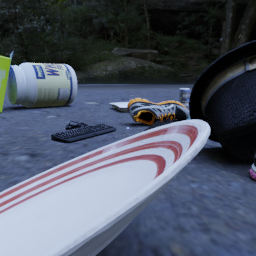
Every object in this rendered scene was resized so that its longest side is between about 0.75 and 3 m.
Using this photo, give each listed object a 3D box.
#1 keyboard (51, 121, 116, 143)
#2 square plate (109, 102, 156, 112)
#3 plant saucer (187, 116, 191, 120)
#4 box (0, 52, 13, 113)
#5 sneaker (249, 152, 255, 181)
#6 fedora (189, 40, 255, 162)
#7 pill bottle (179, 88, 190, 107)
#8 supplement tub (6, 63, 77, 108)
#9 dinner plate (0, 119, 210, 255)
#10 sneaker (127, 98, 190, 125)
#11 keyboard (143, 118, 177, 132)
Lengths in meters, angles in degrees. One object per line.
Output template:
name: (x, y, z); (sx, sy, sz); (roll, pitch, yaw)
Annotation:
keyboard: (-1.252, -0.002, 7.649); (1.017, 0.387, 1.954); (7, 12, 33)
square plate: (0.330, -1.003, 13.135); (2.015, 0.289, 2.034); (-3, 11, -18)
plant saucer: (2.609, -0.369, 9.926); (2.779, 0.264, 0.972); (4, 12, 13)
box: (-5.656, -2.087, 12.361); (0.633, 2.658, 1.621); (10, 5, -28)
sneaker: (2.481, 0.562, 3.938); (1.489, 0.643, 0.598); (10, 16, 39)
fedora: (2.603, -0.209, 5.081); (2.894, 2.894, 1.322); (1, 44, 6)
pill bottle: (2.933, -1.589, 14.542); (0.520, 0.914, 0.520); (-1, 10, 0)
supplement tub: (-4.323, -2.147, 14.067); (3.000, 2.175, 2.175); (-8, 13, -37)
dinner plate: (-0.794, 0.666, 2.006); (2.966, 0.360, 2.966); (-25, 2, 1)
sneaker: (1.008, -0.406, 9.103); (2.078, 0.813, 0.803); (3, 38, -8)
keyboard: (0.844, 0.070, 6.391); (0.716, 0.272, 1.375); (-35, 13, -9)
